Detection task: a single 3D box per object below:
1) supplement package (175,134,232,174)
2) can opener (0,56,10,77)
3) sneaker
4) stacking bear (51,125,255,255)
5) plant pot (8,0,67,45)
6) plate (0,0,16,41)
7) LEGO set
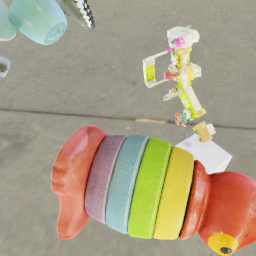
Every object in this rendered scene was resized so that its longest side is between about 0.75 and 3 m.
[{"bbox_3d":[1.214,0.666,5.133,1.029,0.570,0.801,-24,52,-37],"label":"supplement package"},{"bbox_3d":[-2.665,-0.993,4.351,1.511,0.502,0.398,-7,55,-26],"label":"can opener"},{"bbox_3d":[-1.741,-3.468,7.658,0.983,2.172,0.722,-21,48,17],"label":"sneaker"},{"bbox_3d":[0.473,0.827,3.498,2.385,1.448,1.356,13,37,10],"label":"stacking bear"},{"bbox_3d":[-1.852,-2.330,6.043,0.855,1.066,1.066,46,56,1],"label":"plant pot"},{"bbox_3d":[-3.248,-2.569,5.442,0.298,2.333,2.333,-37,45,18],"label":"plate"},{"bbox_3d":[0.814,-0.626,4.764,0.774,2.081,0.957,-24,29,-11],"label":"LEGO set"}]
